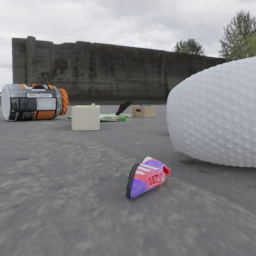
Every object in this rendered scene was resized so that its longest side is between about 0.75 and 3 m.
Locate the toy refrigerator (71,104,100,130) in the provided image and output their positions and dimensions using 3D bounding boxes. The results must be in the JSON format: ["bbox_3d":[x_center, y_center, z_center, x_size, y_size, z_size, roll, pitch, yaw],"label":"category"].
[{"bbox_3d":[-1.585,-0.485,10.873,0.975,0.899,2.568,-1,5,-5],"label":"toy refrigerator"}]

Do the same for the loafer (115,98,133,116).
[{"bbox_3d":[-0.213,-0.875,11.577,0.920,0.328,0.336,-42,3,10],"label":"loafer"}]

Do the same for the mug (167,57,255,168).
[{"bbox_3d":[1.853,-0.133,4.728,2.021,1.702,2.306,-4,-18,24],"label":"mug"}]

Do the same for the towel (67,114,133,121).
[{"bbox_3d":[-1.393,-0.499,14.064,2.678,0.313,2.042,-6,8,-38],"label":"towel"}]

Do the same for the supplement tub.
[{"bbox_3d":[-4.719,-1.307,14.304,2.992,1.833,1.833,-4,7,-36],"label":"supplement tub"}]

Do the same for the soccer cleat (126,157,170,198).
[{"bbox_3d":[0.256,0.591,3.364,0.370,0.345,1.011,15,11,16],"label":"soccer cleat"}]

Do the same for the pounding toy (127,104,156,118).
[{"bbox_3d":[0.583,-1.019,16.716,1.673,0.765,1.470,-5,8,-44],"label":"pounding toy"}]
